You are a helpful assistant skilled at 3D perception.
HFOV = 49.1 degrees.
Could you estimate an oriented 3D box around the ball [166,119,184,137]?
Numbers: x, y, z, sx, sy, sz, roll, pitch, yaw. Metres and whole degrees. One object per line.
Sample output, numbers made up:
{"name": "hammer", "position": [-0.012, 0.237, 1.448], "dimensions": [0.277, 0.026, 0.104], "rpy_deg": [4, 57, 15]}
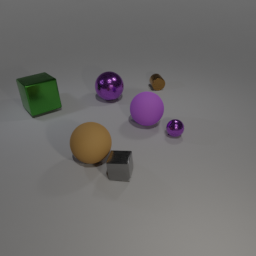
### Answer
{"name": "ball", "position": [1.843, -0.002, 10.923], "dimensions": [0.700, 0.700, 0.700], "rpy_deg": [0, 32, 0]}

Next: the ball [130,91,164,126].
{"name": "ball", "position": [0.774, -0.791, 11.474], "dimensions": [1.400, 1.400, 1.400], "rpy_deg": [0, 32, 0]}

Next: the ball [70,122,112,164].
{"name": "ball", "position": [-1.248, 0.494, 9.415], "dimensions": [1.400, 1.400, 1.400], "rpy_deg": [0, 32, 0]}

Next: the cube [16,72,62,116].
{"name": "cube", "position": [-4.013, -1.564, 12.640], "dimensions": [1.400, 1.400, 1.400], "rpy_deg": [-21, 33, -28]}

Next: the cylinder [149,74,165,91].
{"name": "cylinder", "position": [1.547, -2.434, 14.828], "dimensions": [0.700, 0.700, 0.700], "rpy_deg": [-5, 32, -8]}

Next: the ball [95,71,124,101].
{"name": "ball", "position": [-0.898, -2.017, 13.490], "dimensions": [1.400, 1.400, 1.400], "rpy_deg": [0, 32, 0]}

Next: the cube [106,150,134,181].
{"name": "cube", "position": [-0.243, 1.197, 8.966], "dimensions": [0.700, 0.700, 0.700], "rpy_deg": [0, 31, 11]}
